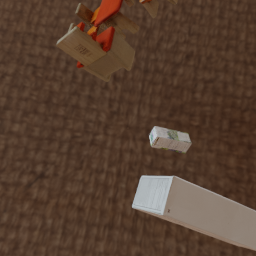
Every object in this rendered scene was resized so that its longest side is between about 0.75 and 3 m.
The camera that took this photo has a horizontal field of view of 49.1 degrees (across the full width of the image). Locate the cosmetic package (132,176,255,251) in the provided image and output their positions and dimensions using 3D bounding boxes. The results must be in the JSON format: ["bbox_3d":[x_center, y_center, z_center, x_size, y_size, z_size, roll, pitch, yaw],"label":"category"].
[{"bbox_3d":[1.336,1.397,4.448,2.350,0.970,0.595,25,74,-19],"label":"cosmetic package"}]

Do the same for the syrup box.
[{"bbox_3d":[0.908,0.259,6.044,0.833,0.339,0.328,11,40,-15],"label":"syrup box"}]

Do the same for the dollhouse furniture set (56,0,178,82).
[{"bbox_3d":[-0.437,-2.609,6.342,1.435,2.786,2.756,32,56,-35],"label":"dollhouse furniture set"}]
